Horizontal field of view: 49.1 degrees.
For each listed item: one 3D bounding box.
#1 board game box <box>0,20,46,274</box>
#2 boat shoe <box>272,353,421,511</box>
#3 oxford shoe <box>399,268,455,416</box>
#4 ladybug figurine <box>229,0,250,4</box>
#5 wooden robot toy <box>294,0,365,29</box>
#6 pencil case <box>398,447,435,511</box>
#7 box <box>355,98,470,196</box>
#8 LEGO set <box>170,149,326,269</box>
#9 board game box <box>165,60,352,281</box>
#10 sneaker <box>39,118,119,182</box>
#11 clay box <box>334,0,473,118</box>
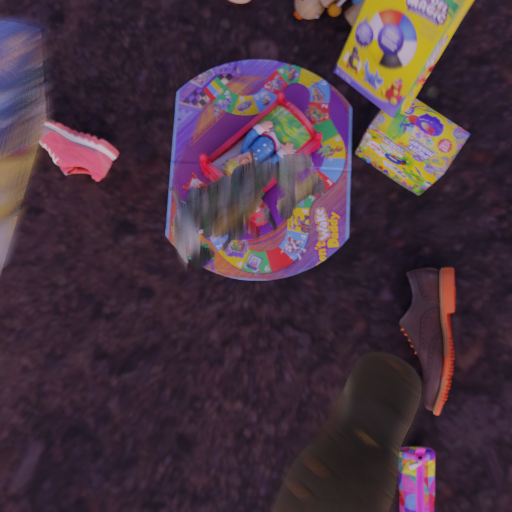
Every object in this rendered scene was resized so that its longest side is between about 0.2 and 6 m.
[{"bbox_3d":[-3.858,-1.492,8.434,0.569,2.228,3.289,11,64,-14],"label":"board game box"},{"bbox_3d":[1.220,2.853,7.468,1.234,1.158,3.428,26,48,17],"label":"boat shoe"},{"bbox_3d":[3.211,1.571,10.538,0.987,0.968,2.720,1,76,20],"label":"oxford shoe"},{"bbox_3d":[-0.405,-5.562,11.825,0.756,0.272,0.513,26,82,4],"label":"ladybug figurine"},{"bbox_3d":[1.492,-5.279,11.573,1.383,1.343,3.048,-35,82,31],"label":"wooden robot toy"},{"bbox_3d":[2.900,4.274,10.127,0.735,0.735,1.664,0,82,0],"label":"pencil case"},{"bbox_3d":[2.903,-2.122,10.676,1.572,1.514,0.959,35,83,4],"label":"box"},{"bbox_3d":[-0.245,-0.874,8.562,2.391,3.682,1.043,-36,85,9],"label":"LEGO set"},{"bbox_3d":[0.092,-1.867,10.953,3.673,0.905,4.649,3,82,1],"label":"board game box"},{"bbox_3d":[-3.815,-2.093,11.062,2.051,0.756,0.889,19,83,3],"label":"sneaker"},{"bbox_3d":[2.343,-3.643,8.963,1.428,2.486,0.592,44,54,16],"label":"clay box"}]
